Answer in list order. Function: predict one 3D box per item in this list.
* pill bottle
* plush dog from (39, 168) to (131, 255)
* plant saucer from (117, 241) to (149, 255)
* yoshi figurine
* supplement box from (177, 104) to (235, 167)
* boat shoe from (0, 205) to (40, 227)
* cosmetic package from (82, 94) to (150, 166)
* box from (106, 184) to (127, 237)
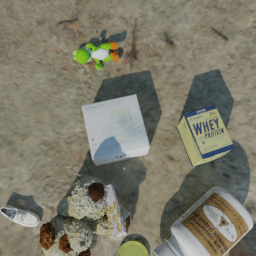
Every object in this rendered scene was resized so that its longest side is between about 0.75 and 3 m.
[{"bbox_3d":[2.292,3.380,8.787,2.929,1.675,1.675,-38,76,-11],"label":"pill bottle"},{"bbox_3d":[-1.664,2.942,8.758,2.345,2.923,2.511,15,58,39],"label":"plush dog"},{"bbox_3d":[0.156,4.305,9.292,1.055,0.164,1.055,0,73,0],"label":"plant saucer"},{"bbox_3d":[-1.323,-2.917,11.168,1.857,1.040,1.044,-7,79,1],"label":"yoshi figurine"},{"bbox_3d":[2.618,0.313,9.780,1.095,1.630,1.632,-18,73,-6],"label":"supplement box"},{"bbox_3d":[-3.715,3.015,9.529,1.400,0.485,0.496,15,73,5],"label":"boat shoe"},{"bbox_3d":[-0.443,0.079,10.076,1.998,1.232,2.005,-13,71,-4],"label":"cosmetic package"},{"bbox_3d":[-0.422,2.543,8.701,0.325,0.304,1.569,-22,61,4],"label":"box"}]
